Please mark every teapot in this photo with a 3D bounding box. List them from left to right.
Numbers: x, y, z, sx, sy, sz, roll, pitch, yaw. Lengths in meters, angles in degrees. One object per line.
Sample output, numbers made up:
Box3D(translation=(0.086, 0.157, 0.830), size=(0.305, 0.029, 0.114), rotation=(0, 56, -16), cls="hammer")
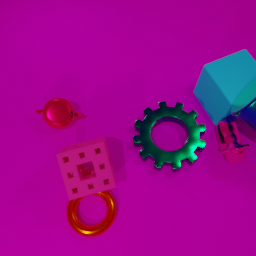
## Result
Box3D(translation=(-1.873, -0.395, 7.813), size=(1.400, 0.685, 0.870), rotation=(5, 87, -9), cls="teapot")

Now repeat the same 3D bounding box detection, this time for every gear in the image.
Box3D(translation=(1.107, 0.206, 7.577), size=(1.924, 0.356, 1.924), rotation=(-2, 66, 4), cls="gear")

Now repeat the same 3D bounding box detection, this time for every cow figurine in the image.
Box3D(translation=(2.595, 0.285, 7.086), size=(0.668, 1.197, 1.216), rotation=(-14, 77, 13), cls="cow figurine")

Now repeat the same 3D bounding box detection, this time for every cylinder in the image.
Box3D(translation=(3.237, -0.438, 6.133), size=(1.344, 1.344, 1.344), rotation=(37, 68, 0), cls="cylinder")

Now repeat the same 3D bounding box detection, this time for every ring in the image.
Box3D(translation=(-0.891, 2.008, 6.843), size=(1.231, 0.246, 1.231), rotation=(0, 64, 0), cls="ring")

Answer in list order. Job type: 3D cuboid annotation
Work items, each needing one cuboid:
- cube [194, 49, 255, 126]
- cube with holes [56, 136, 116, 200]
Box3D(translation=(2.836, -1.072, 7.738), size=(1.336, 1.336, 1.336), rotation=(-23, 67, -11), cls="cube")
Box3D(translation=(-0.942, 0.900, 6.655), size=(1.073, 1.073, 1.073), rotation=(-15, 95, -2), cls="cube with holes")
